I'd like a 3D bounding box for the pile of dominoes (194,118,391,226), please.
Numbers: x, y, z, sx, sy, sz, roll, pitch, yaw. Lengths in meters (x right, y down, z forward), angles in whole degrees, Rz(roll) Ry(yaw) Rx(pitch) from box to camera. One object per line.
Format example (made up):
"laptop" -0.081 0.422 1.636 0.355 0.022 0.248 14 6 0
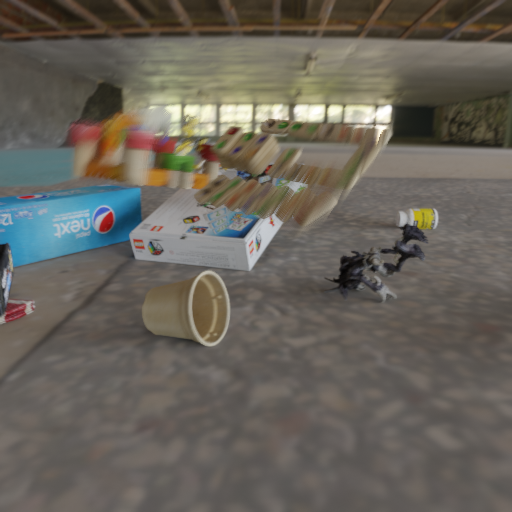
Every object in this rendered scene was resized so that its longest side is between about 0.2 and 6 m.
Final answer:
"pile of dominoes" 0.446 -1.672 9.697 3.015 0.480 2.350 17 60 41

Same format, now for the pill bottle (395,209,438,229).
"pill bottle" 3.901 -0.900 13.659 0.913 0.508 0.508 -1 14 -3

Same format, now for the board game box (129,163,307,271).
"board game box" -0.605 -1.014 11.743 2.410 0.661 3.818 6 32 21

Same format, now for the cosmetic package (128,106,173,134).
"cosmetic package" -2.238 -2.821 11.743 0.918 0.483 0.326 -20 52 -41

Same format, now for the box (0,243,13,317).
"box" -4.864 0.418 7.792 2.657 0.660 2.637 -6 13 -19

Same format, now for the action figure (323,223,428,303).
"action figure" 1.834 0.236 8.538 1.657 0.846 0.985 -35 25 36

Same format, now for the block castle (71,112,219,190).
"block castle" -2.006 -2.002 10.660 1.808 1.269 2.706 12 9 29

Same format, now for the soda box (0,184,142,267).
"soda box" -3.984 -0.701 11.481 1.108 1.171 3.453 10 18 35

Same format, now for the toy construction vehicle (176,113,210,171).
"toy construction vehicle" -1.436 -2.680 13.220 0.372 1.055 0.919 6 -24 28

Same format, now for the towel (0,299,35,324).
"towel" -3.940 0.861 7.410 1.192 0.188 1.655 3 13 19

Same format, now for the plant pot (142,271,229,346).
"plant pot" -0.916 0.666 6.985 0.836 0.913 0.913 -5 11 27
